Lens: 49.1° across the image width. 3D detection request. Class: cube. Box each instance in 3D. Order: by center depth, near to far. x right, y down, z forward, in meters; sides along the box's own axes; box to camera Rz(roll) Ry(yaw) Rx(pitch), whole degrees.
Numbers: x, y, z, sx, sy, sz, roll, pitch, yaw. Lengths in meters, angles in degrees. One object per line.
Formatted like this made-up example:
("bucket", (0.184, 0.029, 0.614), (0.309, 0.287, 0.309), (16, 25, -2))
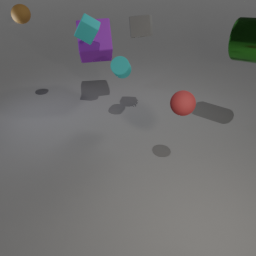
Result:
("cube", (0.470, -3.554, 9.808), (0.700, 0.700, 0.700), (-2, 19, 13))
("cube", (-1.523, -3.716, 10.524), (0.700, 0.700, 0.700), (25, 40, -18))
("cube", (-1.447, -3.776, 12.230), (1.400, 1.400, 1.400), (-6, -4, -5))

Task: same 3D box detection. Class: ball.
("ball", (1.507, -0.681, 7.694), (0.700, 0.700, 0.700), (0, 32, 0))
("ball", (-4.022, -4.284, 10.525), (0.700, 0.700, 0.700), (0, 32, 0))

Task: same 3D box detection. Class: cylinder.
("cylinder", (4.221, -2.844, 9.148), (1.400, 1.400, 1.400), (19, 37, 34))
("cylinder", (-0.258, -2.280, 10.578), (0.700, 0.700, 0.700), (5, -1, 8))
